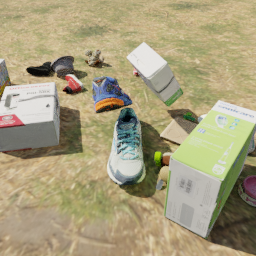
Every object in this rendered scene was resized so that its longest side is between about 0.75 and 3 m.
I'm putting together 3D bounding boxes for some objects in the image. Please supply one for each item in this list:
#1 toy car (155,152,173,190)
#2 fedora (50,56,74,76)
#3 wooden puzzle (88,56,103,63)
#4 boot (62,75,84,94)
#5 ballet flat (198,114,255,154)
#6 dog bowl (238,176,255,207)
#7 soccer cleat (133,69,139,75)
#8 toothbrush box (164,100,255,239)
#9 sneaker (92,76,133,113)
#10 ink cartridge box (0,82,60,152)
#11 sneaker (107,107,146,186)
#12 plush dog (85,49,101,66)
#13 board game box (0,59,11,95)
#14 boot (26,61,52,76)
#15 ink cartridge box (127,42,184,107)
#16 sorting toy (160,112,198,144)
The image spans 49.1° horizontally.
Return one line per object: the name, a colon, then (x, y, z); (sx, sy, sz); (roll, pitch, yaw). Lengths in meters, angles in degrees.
toy car: (1.202, 1.332, 8.217); (0.895, 0.860, 1.090); (5, 66, 13)
fedora: (-3.090, -2.948, 13.645); (1.291, 1.142, 0.583); (-16, 68, -38)
wooden puzzle: (-1.754, -3.745, 15.255); (0.781, 0.145, 0.723); (3, 40, -5)
boot: (-2.708, -1.977, 12.682); (0.889, 0.446, 1.232); (-28, 48, -30)
ballet flat: (3.454, -0.046, 9.809); (0.832, 0.832, 2.397); (-20, 41, -25)
dog bowl: (3.600, 1.733, 7.791); (0.971, 0.358, 0.971); (0, 36, 0)
soccer cleat: (0.792, -2.697, 13.769); (1.068, 0.356, 0.408); (11, 76, 1)
toothbrush box: (2.227, 0.954, 7.338); (1.266, 2.141, 2.941); (24, 44, 28)
sneaker: (-0.499, -1.128, 9.086); (1.038, 1.081, 2.755); (-15, 3, 6)
ink cartridge box: (-3.534, -0.503, 10.113); (1.968, 1.111, 2.682); (-7, 38, -8)
sneaker: (-0.094, 0.450, 8.708); (1.163, 1.293, 2.996); (-3, 37, -2)
plush dog: (-1.807, -3.611, 14.718); (0.950, 0.762, 0.816); (6, 65, 26)
board game box: (-5.725, -2.071, 12.144); (0.307, 1.206, 1.794); (3, 38, 4)
boot: (-4.383, -3.002, 13.988); (1.187, 0.447, 0.887); (8, 43, -7)
ink cartridge box: (0.982, -1.825, 9.781); (0.833, 1.975, 1.443); (-41, 56, 4)
sorting toy: (2.159, 0.031, 10.126); (1.373, 0.273, 1.858); (19, 43, 28)
